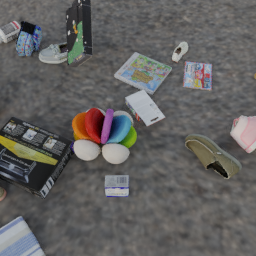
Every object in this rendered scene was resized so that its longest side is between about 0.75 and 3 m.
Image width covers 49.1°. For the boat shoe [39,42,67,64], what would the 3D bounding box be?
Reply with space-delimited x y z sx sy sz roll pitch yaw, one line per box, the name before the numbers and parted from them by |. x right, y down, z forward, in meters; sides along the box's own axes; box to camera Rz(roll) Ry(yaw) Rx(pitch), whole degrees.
boat shoe | -2.654 -3.336 11.867 2.282 0.732 0.841 -11 56 -7

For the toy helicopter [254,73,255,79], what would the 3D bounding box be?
toy helicopter | 5.681 -2.232 11.309 1.189 0.469 0.787 -10 59 3

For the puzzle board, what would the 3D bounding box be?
puzzle board | 2.858 -2.167 11.441 1.114 0.129 1.478 9 56 6

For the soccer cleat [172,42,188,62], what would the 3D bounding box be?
soccer cleat | 2.276 -3.363 12.032 0.450 0.504 1.299 24 58 16

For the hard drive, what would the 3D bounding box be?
hard drive | -1.909 -3.712 10.867 0.445 1.643 2.352 1 84 -32

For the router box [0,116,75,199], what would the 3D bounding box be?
router box | -3.252 0.879 9.026 2.464 0.644 1.937 21 58 14

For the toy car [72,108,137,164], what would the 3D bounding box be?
toy car | -0.770 0.028 9.044 2.120 1.590 1.855 7 55 5

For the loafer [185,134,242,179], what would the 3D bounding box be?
loafer | 2.630 0.904 8.958 1.961 0.737 0.683 33 57 20

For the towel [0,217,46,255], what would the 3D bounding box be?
towel | -3.036 3.642 7.380 1.629 0.264 2.218 -33 63 -23

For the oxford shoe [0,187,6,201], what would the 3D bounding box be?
oxford shoe | -4.499 1.682 8.502 1.646 0.608 0.583 15 57 10

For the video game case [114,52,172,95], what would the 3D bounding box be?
video game case | 0.630 -2.283 11.473 1.795 0.198 1.634 28 60 18

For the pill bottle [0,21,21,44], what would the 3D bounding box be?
pill bottle | -5.401 -4.236 12.534 1.193 0.660 0.660 -39 64 -24

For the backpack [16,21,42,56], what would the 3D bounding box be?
backpack | -4.233 -3.650 11.875 0.864 1.173 1.285 14 69 -12

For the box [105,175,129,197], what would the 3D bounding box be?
box | -0.321 1.744 8.370 0.694 0.754 0.396 -1 56 0

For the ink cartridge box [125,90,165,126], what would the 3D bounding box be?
ink cartridge box | 0.610 -0.666 10.263 0.821 0.380 1.508 -26 61 -17

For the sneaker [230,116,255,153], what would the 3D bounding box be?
sneaker | 4.395 -0.205 9.662 2.164 0.815 1.131 -41 70 -20
